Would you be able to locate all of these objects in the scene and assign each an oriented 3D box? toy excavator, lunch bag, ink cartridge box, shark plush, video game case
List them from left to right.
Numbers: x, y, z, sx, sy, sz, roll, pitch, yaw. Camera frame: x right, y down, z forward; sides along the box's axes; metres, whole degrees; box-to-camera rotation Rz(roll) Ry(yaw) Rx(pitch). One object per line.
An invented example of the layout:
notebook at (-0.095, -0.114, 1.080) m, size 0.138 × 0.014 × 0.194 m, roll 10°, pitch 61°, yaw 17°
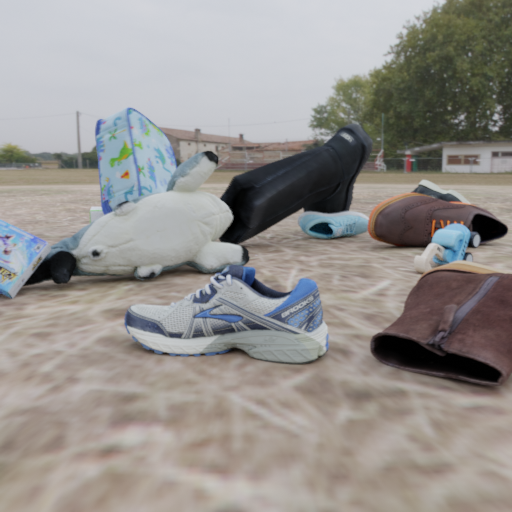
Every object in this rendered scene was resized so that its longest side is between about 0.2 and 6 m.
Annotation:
video game case at (-3.332, -0.001, 7.322) m, size 0.926 × 0.839 × 0.210 m, roll 24°, pitch -28°, yaw 9°
ink cartridge box at (-3.173, -0.575, 11.546) m, size 0.466 × 0.807 × 1.109 m, roll -2°, pitch 10°, yaw -14°
shark plush at (-1.908, 0.002, 8.708) m, size 4.189 × 1.903 × 1.745 m, roll -34°, pitch 11°, yaw -35°
lunch bag at (-2.315, -1.552, 11.494) m, size 1.037 × 2.516 × 2.022 m, roll -18°, pitch -18°, yaw 18°
toy excavator at (3.029, -0.100, 9.115) m, size 1.129 × 1.098 × 0.564 m, roll 29°, pitch -11°, yaw -40°

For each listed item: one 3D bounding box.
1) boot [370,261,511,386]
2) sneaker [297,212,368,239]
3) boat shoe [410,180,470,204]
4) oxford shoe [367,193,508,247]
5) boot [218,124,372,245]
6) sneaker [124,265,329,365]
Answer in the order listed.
boot at (2.405, 0.667, 4.877) m, size 2.344 × 0.848 × 1.950 m, roll 8°, pitch 24°, yaw 35°
sneaker at (1.846, -0.610, 12.865) m, size 1.734 × 0.641 × 0.711 m, roll -1°, pitch 32°, yaw -8°
boat shoe at (4.859, -1.086, 14.763) m, size 1.147 × 1.219 × 3.394 m, roll -38°, pitch 18°, yaw 3°
oxford shoe at (3.759, -0.682, 11.486) m, size 3.114 × 1.108 × 1.129 m, roll -4°, pitch 15°, yaw -23°
boot at (0.711, -1.082, 12.470) m, size 1.248 × 3.133 × 3.801 m, roll 39°, pitch 51°, yaw 22°
sneaker at (-0.289, 0.459, 5.196) m, size 1.927 × 0.821 × 0.742 m, roll 1°, pitch 9°, yaw 10°
